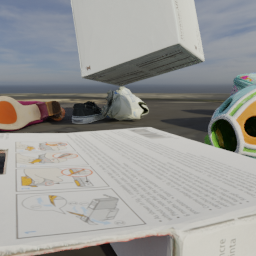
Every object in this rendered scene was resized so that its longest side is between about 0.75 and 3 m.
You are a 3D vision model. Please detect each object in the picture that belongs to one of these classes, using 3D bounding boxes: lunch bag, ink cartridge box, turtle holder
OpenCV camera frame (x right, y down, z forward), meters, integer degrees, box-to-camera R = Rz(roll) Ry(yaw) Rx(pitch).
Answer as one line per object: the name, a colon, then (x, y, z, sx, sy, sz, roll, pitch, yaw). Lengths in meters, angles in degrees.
lunch bag: (3.859, -0.501, 6.086, 2.805, 1.081, 2.250, -5, 24, -20)
ink cartridge box: (-0.252, 0.467, 2.391, 2.359, 0.599, 2.678, -2, 8, -21)
turtle holder: (1.671, -0.037, 3.892, 1.110, 1.188, 1.564, -15, 18, -16)

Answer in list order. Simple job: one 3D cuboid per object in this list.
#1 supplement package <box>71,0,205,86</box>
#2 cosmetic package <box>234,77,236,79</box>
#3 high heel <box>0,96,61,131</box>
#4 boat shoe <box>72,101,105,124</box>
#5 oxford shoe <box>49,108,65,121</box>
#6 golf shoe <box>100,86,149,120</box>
supplement package: (0.117, -2.433, 5.558, 2.077, 2.667, 1.479, -12, -5, 31)
cosmetic package: (4.840, -1.076, 9.812, 1.768, 1.459, 1.457, -2, 9, -8)
high heel: (-3.185, -0.322, 7.634, 1.289, 0.904, 2.681, -11, -2, 32)
boat shoe: (-1.250, -0.570, 9.268, 0.758, 0.625, 2.208, 1, 9, 9)
oxford shoe: (-2.844, -0.625, 9.337, 1.615, 0.576, 0.589, 6, -11, 34)
golf shoe: (0.032, -0.718, 9.902, 1.420, 1.144, 2.921, 19, 15, 4)
